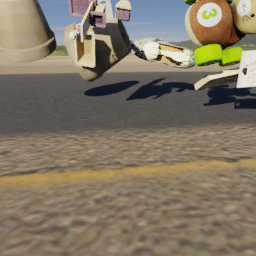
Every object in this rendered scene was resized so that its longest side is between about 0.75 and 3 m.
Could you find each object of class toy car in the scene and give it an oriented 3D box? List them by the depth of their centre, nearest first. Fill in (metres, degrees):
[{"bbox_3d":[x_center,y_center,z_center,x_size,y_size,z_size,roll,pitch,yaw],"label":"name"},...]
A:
[{"bbox_3d":[2.804,-2.797,6.654,1.947,2.027,2.467,-9,-2,-38],"label":"toy car"}]

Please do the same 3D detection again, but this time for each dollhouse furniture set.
[{"bbox_3d":[-0.870,-2.146,7.392,1.655,2.088,1.482,9,51,1],"label":"dollhouse furniture set"}]

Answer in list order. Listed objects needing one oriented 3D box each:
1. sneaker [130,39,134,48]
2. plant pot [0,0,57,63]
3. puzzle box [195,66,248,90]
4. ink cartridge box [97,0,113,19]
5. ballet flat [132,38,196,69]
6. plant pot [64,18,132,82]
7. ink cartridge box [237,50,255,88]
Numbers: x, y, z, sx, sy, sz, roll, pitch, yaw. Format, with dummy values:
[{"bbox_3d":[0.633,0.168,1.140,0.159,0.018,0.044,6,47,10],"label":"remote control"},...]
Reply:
[{"bbox_3d":[0.113,-3.478,11.364,0.322,0.276,0.786,3,38,-38],"label":"sneaker"},{"bbox_3d":[-3.484,-3.391,9.025,2.070,1.796,2.070,0,44,0],"label":"plant pot"},{"bbox_3d":[2.950,-1.542,8.619,1.552,0.197,1.032,-13,-7,-11],"label":"puzzle box"},{"bbox_3d":[-0.942,-4.127,11.148,0.361,1.948,0.922,15,37,35],"label":"ink cartridge box"},{"bbox_3d":[1.498,-3.161,11.725,2.866,1.031,1.031,15,19,7],"label":"ballet flat"},{"bbox_3d":[-0.863,-2.735,9.305,1.708,1.968,1.968,-17,12,18],"label":"plant pot"},{"bbox_3d":[3.441,-1.597,7.302,1.051,1.193,0.267,0,48,12],"label":"ink cartridge box"}]
